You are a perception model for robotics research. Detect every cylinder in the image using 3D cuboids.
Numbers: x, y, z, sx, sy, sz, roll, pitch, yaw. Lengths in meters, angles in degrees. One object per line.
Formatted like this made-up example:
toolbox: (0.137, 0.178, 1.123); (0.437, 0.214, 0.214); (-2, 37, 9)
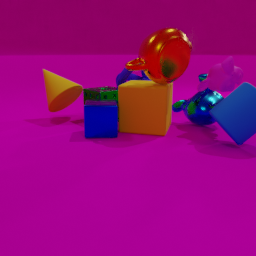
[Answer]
cylinder: (2.417, -0.298, 5.946); (0.975, 0.975, 0.975); (-42, 11, 12)

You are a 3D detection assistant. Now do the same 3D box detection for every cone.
cone: (-2.164, -1.293, 8.247); (1.190, 1.194, 1.190); (-38, -9, -7)

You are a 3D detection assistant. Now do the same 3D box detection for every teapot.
teapot: (0.857, -1.755, 6.674); (2.083, 1.295, 1.020); (-26, 35, -23)

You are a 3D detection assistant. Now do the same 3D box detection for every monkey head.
monkey head: (1.985, -0.719, 7.488); (1.059, 1.265, 1.758); (-36, 31, -26)
monkey head: (2.235, -1.322, 6.662); (1.271, 0.915, 0.766); (-40, 41, -11)

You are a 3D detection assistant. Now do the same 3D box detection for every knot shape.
knot shape: (0.232, -1.432, 9.015); (1.708, 0.789, 1.598); (12, -21, -34)

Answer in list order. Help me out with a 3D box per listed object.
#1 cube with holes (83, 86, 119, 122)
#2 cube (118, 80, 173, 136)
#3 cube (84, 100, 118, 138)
cube with holes: (-0.670, -0.689, 8.216); (0.922, 0.922, 0.922); (-12, 20, -37)
cube: (0.484, -0.568, 7.290); (1.197, 1.197, 1.197); (4, 17, 15)
cube: (-0.654, -0.244, 6.873); (0.790, 0.790, 0.790); (0, 16, -4)
